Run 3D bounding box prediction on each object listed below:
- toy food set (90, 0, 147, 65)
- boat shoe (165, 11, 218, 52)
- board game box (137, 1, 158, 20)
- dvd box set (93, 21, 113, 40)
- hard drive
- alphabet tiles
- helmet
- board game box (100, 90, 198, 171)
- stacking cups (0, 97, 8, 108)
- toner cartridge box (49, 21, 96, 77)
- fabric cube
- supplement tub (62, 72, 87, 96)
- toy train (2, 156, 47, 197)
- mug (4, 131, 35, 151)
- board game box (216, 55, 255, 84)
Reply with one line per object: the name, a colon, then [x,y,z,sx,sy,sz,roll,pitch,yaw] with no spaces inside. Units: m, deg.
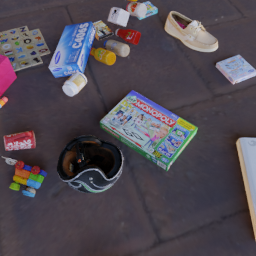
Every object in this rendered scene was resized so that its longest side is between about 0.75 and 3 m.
toy food set: [-0.357,-3.721,10.282,1.316,2.757,1.241,2,23,-46]
boat shoe: [2.476,-3.823,11.007,2.435,0.842,0.898,35,62,22]
board game box: [0.715,-5.200,12.367,0.948,0.222,0.716,-28,59,-18]
dvd box set: [-1.166,-4.057,11.604,0.714,0.144,0.976,-28,59,-19]
hard drive: [4.130,1.587,7.460,1.918,0.388,2.907,3,54,2]
alphabet tiles: [-4.305,-3.160,11.012,2.093,0.080,2.516,-21,57,-15]
helmet: [-0.904,0.975,7.246,1.508,1.438,1.508,-19,59,36]
board game box: [0.617,-0.013,8.611,2.498,0.364,1.681,32,61,21]
stacking cups: [-4.268,-0.712,9.149,0.256,0.256,0.845,21,54,14]
toner cartridge box: [-2.014,-2.966,10.434,1.152,0.524,2.426,-5,53,17]
fabric cube: [-4.629,-1.834,9.489,1.028,1.048,1.044,19,59,12]
supplement tub: [-1.813,-1.486,9.514,0.547,0.547,0.758,24,56,16]
toy train: [-2.982,1.322,7.598,1.369,0.579,0.792,15,69,10]
mug: [-3.123,0.314,8.051,0.789,0.701,0.527,-8,40,-26]
board game box: [3.944,-2.145,10.206,1.037,0.213,1.035,-21,57,-14]
